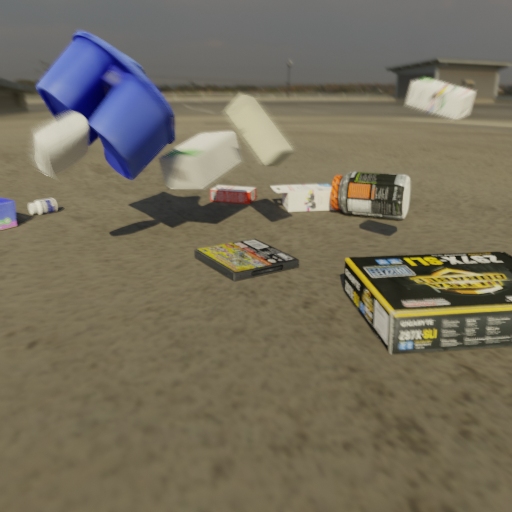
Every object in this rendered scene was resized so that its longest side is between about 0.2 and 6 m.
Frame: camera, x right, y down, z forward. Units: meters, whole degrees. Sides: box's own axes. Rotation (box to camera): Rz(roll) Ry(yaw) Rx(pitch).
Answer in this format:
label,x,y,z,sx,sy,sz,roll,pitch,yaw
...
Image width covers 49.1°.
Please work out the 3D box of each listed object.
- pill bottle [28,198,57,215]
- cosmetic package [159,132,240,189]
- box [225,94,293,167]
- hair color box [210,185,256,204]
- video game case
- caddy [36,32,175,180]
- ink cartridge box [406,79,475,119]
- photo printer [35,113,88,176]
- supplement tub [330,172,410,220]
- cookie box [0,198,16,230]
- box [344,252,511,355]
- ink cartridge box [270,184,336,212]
label,x,y,z,sx,sy,sz,roll,pitch,yaw
pill bottle,-5.583,-1.275,14.647,0.642,0.384,0.384,-16,24,-40
cosmetic package,-1.181,-2.080,12.160,0.939,0.741,1.746,2,30,28
box,0.059,-2.418,10.847,1.419,0.485,0.583,56,27,14
hair color box,-0.663,-1.772,16.183,1.191,0.381,0.661,7,20,15
video game case,-0.209,0.054,10.881,1.440,0.203,1.594,-11,22,-31
caddy,-2.612,-2.803,10.420,2.221,1.649,3.142,40,-10,-2
ink cartridge box,2.552,-2.176,7.735,0.753,0.316,0.545,27,35,27
photo printer,-3.190,-1.781,9.202,0.885,0.370,1.064,-41,-2,-28
supplement tub,2.904,-1.545,14.259,1.862,1.141,1.141,8,20,22
cookie box,-6.884,-0.978,13.243,1.810,0.680,1.548,12,22,33
box,2.976,0.606,8.434,2.829,0.698,2.259,-2,17,-6
ink cartridge box,1.264,-1.580,15.272,1.672,0.567,0.962,-2,18,-6
